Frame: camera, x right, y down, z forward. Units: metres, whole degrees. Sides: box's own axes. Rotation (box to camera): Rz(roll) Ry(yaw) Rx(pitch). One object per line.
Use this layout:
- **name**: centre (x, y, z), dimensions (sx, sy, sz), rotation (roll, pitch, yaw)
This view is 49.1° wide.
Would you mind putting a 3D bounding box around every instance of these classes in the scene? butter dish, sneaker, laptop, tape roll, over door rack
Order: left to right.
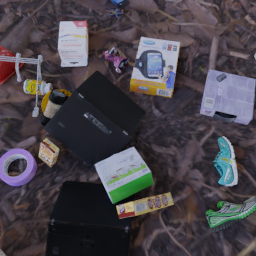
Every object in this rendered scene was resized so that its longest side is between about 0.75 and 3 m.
- **butter dish**: centre (-5.175, -2.708, 10.963), dimensions (1.507, 1.117, 1.511), rotation (33, 67, 15)
- **over door rack**: centre (-4.156, -1.590, 10.442), dimensions (1.767, 0.797, 2.392), rotation (3, 81, -8)
- **tape roll**: centre (-3.678, 1.302, 9.307), dimensions (1.183, 0.388, 1.183), rotation (0, 62, 0)
- **laptop**: centre (-1.091, 3.132, 8.501), dimensions (2.378, 1.386, 2.684), rotation (5, 88, 3)
- **laptop**: centre (-1.026, -0.287, 9.756), dimensions (2.408, 1.491, 2.572), rotation (40, 96, -7)
- **sneaker**: centre (3.192, 1.067, 9.311), dimensions (0.682, 0.663, 1.712), rotation (-5, 63, 7)
- **sneaker**: centre (3.214, 2.477, 8.530), dimensions (1.770, 0.691, 0.754), rotation (-22, 64, -10)

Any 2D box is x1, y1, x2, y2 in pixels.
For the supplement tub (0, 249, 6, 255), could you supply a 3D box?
- **supplement tub**: centre (-4.402, 4.391, 6.730), dimensions (2.914, 2.104, 2.104), rotation (-24, 65, -13)

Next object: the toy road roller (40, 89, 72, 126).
- **toy road roller**: centre (-1.994, -0.635, 9.822), dimensions (2.012, 1.236, 1.468), rotation (21, 21, -15)

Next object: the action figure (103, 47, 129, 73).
- **action figure**: centre (-0.569, -2.809, 11.427), dimensions (1.153, 0.773, 0.859), rotation (26, 100, 18)

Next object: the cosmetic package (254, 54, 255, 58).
- **cosmetic package**: centre (5.867, -2.434, 10.849), dimensions (0.761, 1.078, 2.082), rotation (-13, 64, -7)

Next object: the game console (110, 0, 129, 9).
- **game console**: centre (-0.632, -6.163, 13.009), dimensions (0.950, 0.659, 1.113), rotation (-34, 69, -15)

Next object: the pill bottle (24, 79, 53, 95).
- **pill bottle**: centre (-3.409, -1.537, 10.683), dimensions (0.964, 0.544, 0.544), rotation (7, 63, 2)

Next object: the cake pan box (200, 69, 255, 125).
- **cake pan box**: centre (3.760, -1.166, 10.521), dimensions (1.805, 0.513, 1.960), rotation (12, 63, 9)

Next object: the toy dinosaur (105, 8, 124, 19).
- **toy dinosaur**: centre (-0.568, -5.331, 12.779), dimensions (0.691, 0.400, 0.762), rotation (-14, 49, -30)

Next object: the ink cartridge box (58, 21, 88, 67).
- **ink cartridge box**: centre (-2.252, -3.507, 11.631), dimensions (1.144, 0.663, 1.965), rotation (-3, 63, -2)

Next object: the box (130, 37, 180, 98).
- **box**: centre (1.136, -2.609, 11.232), dimensions (1.659, 0.578, 2.787), rotation (9, 65, 5)

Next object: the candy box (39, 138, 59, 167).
- **candy box**: centre (-2.588, 0.817, 9.129), dimensions (0.567, 0.983, 0.272), rotation (40, 51, 8)

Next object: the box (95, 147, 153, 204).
- **box**: centre (-0.141, 1.439, 8.841), dimensions (1.429, 0.691, 1.261), rotation (-25, 43, -12)

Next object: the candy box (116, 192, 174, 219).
- **candy box**: centre (0.503, 2.226, 8.076), dimensions (1.441, 0.841, 0.407), rotation (-5, 73, -37)
